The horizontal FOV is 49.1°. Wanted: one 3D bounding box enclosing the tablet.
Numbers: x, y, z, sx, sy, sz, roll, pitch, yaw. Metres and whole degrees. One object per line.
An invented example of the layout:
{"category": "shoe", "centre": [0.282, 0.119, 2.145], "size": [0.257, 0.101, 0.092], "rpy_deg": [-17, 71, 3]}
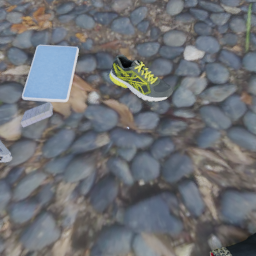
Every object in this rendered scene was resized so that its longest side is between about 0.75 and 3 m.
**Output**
{"category": "tablet", "centre": [-2.345, -1.723, 8.645], "size": [1.383, 0.145, 2.125], "rpy_deg": [4, 62, 2]}

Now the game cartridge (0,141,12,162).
{"category": "game cartridge", "centre": [-3.575, 0.484, 6.718], "size": [0.882, 1.325, 0.271], "rpy_deg": [40, 105, 32]}

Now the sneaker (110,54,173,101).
{"category": "sneaker", "centre": [0.345, -1.438, 7.996], "size": [2.013, 0.852, 0.750], "rpy_deg": [24, 50, 16]}

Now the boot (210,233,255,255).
{"category": "boot", "centre": [2.696, 2.918, 5.276], "size": [1.578, 0.754, 2.089], "rpy_deg": [-16, 31, -7]}

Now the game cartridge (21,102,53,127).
{"category": "game cartridge", "centre": [-2.367, -0.376, 7.383], "size": [0.777, 0.230, 1.199], "rpy_deg": [-19, 20, -8]}
